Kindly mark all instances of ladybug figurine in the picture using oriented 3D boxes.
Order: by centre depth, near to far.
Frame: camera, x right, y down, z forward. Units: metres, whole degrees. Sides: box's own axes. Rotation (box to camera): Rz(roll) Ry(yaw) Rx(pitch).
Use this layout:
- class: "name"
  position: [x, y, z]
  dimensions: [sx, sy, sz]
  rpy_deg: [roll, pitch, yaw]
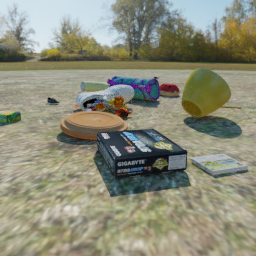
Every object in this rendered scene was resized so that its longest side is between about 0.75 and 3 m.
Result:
- class: "ladybug figurine"
  position: [2.512, -2.372, 17.233]
  dimensions: [1.241, 0.658, 1.828]
  rpy_deg: [-6, 16, -23]

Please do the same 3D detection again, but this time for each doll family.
- class: "doll family"
  position: [-0.835, -0.894, 11.018]
  dimensions: [2.069, 0.932, 1.284]
  rpy_deg: [-2, 14, -6]

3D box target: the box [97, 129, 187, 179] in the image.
- class: "box"
  position: [0.221, 0.508, 6.561]
  dimensions: [1.599, 0.463, 2.011]
  rpy_deg: [-4, 15, -15]

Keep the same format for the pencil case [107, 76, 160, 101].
- class: "pencil case"
  position: [0.328, -2.244, 15.543]
  dimensions: [2.952, 1.256, 1.364]
  rpy_deg: [11, -5, 38]

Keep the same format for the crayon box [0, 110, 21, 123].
- class: "crayon box"
  position: [-4.630, -0.442, 10.520]
  dimensions: [1.056, 0.308, 0.627]
  rpy_deg: [8, 17, 28]

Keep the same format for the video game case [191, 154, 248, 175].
- class: "video game case"
  position: [2.009, 0.793, 6.219]
  dimensions: [0.906, 0.104, 0.824]
  rpy_deg: [-4, 15, -20]

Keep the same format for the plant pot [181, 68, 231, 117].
- class: "plant pot"
  position: [2.859, -1.189, 10.984]
  dimensions: [1.316, 1.854, 1.854]
  rpy_deg: [-49, 36, -18]

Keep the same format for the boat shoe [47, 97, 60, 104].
- class: "boat shoe"
  position: [-3.766, -1.361, 14.087]
  dimensions: [0.919, 0.311, 0.330]
  rpy_deg: [15, 19, 40]

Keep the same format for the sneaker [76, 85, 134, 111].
- class: "sneaker"
  position: [-0.865, -1.229, 12.452]
  dimensions: [2.746, 1.012, 1.587]
  rpy_deg: [-13, 19, -12]

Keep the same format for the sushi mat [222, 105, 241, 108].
- class: "sushi mat"
  position: [4.752, -1.042, 13.304]
  dimensions: [1.189, 0.072, 0.569]
  rpy_deg: [6, 16, 22]

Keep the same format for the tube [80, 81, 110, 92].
- class: "tube"
  position: [-1.863, -2.824, 19.149]
  dimensions: [2.795, 0.811, 0.726]
  rpy_deg: [-8, -23, -37]

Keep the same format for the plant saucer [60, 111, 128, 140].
- class: "plant saucer"
  position: [-1.065, -0.160, 8.954]
  dimensions: [2.138, 0.345, 2.138]
  rpy_deg: [4, 20, -2]

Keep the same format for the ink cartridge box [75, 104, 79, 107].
- class: "ink cartridge box"
  position: [-2.143, -1.193, 13.652]
  dimensions: [0.848, 0.242, 0.689]
  rpy_deg: [-2, 14, -23]
